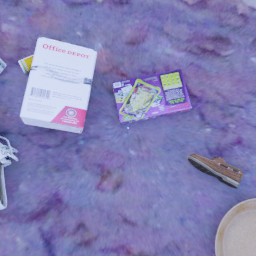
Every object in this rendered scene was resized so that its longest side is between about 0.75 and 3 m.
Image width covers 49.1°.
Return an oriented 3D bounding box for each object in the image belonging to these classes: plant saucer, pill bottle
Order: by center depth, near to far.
[{"bbox_3d":[3.713,3.343,7.783,2.727,0.483,2.727,0,78,0],"label":"plant saucer"},{"bbox_3d":[-3.063,-2.098,8.996,0.769,0.427,0.427,-28,79,-14],"label":"pill bottle"}]

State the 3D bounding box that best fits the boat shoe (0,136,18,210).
[{"bbox_3d":[-3.752,0.856,8.019,1.288,1.116,3.021,-4,80,-1],"label":"boat shoe"}]

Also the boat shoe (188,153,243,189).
[{"bbox_3d":[2.570,1.127,8.246,1.698,0.611,0.577,30,77,-6],"label":"boat shoe"}]

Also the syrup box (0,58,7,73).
[{"bbox_3d":[-4.635,-1.665,8.829,0.625,0.605,1.535,33,80,7],"label":"syrup box"}]

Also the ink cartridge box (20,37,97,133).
[{"bbox_3d":[-2.016,-1.220,8.363,1.750,1.020,2.418,11,77,-11],"label":"ink cartridge box"}]

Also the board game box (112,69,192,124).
[{"bbox_3d":[0.732,-0.996,8.844,2.269,0.366,1.362,-11,74,-2],"label":"board game box"}]
